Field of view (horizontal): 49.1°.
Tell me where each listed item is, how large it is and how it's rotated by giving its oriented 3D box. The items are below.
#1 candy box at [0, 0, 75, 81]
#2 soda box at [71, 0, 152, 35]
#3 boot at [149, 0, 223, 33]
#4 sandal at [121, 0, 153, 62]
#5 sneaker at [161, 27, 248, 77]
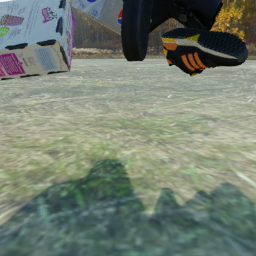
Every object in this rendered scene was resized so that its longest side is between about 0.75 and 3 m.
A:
[{"bbox_3d":[-2.166,-1.613,5.070,2.266,0.691,1.545,-7,53,5],"label":"candy box"},{"bbox_3d":[-0.331,-3.278,8.047,0.988,0.918,2.895,33,15,18],"label":"soda box"},{"bbox_3d":[1.601,-3.663,9.455,2.387,1.085,2.841,32,-25,1],"label":"boot"},{"bbox_3d":[0.042,-2.363,4.358,0.691,2.888,1.086,3,-26,12],"label":"sandal"},{"bbox_3d":[1.804,-1.707,6.773,0.839,1.080,2.400,-32,41,-23],"label":"sneaker"}]
